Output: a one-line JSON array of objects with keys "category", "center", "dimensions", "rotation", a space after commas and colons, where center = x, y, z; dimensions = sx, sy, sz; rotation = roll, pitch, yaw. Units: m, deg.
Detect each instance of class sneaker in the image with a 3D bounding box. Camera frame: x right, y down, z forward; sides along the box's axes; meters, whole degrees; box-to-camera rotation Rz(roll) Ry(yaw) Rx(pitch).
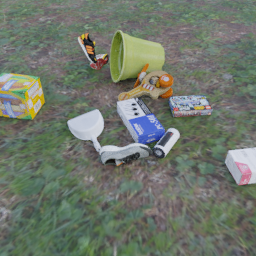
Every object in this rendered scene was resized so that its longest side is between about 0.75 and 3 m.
[{"category": "sneaker", "center": [-0.072, 1.003, 9.882], "dimensions": [1.848, 0.683, 0.733], "rotation": [-7, 49, 2]}, {"category": "sneaker", "center": [-1.521, -3.267, 11.509], "dimensions": [0.569, 1.264, 0.442], "rotation": [-25, 24, 17]}, {"category": "sneaker", "center": [-1.673, -3.681, 15.551], "dimensions": [0.658, 0.623, 1.602], "rotation": [12, 32, 20]}]

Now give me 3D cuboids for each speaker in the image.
[{"category": "speaker", "center": [1.442, 0.552, 10.457], "dimensions": [0.522, 0.522, 1.285], "rotation": [22, 44, 24]}]

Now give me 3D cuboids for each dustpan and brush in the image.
[{"category": "dustpan and brush", "center": [-1.462, 0.175, 10.988], "dimensions": [1.413, 0.580, 2.025], "rotation": [-23, 38, -10]}]

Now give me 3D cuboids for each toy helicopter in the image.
[{"category": "toy helicopter", "center": [0.686, -1.921, 12.996], "dimensions": [2.691, 1.062, 1.780], "rotation": [-28, 61, -10]}]

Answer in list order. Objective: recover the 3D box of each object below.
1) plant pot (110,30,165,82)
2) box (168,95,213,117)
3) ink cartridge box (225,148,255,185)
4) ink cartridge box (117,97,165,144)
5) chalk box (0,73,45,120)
[{"category": "plant pot", "center": [0.500, -3.509, 14.156], "dimensions": [2.297, 2.498, 2.498], "rotation": [0, 38, -19]}, {"category": "box", "center": [2.744, -0.993, 12.445], "dimensions": [1.696, 0.338, 1.161], "rotation": [-4, 40, -5]}, {"category": "ink cartridge box", "center": [4.269, 1.266, 9.504], "dimensions": [1.505, 0.623, 1.102], "rotation": [-6, 40, -7]}, {"category": "ink cartridge box", "center": [0.463, -0.345, 11.513], "dimensions": [1.137, 0.535, 2.418], "rotation": [-14, 42, -15]}, {"category": "chalk box", "center": [-5.047, -1.418, 12.094], "dimensions": [2.320, 1.436, 1.443], "rotation": [7, 40, 8]}]
